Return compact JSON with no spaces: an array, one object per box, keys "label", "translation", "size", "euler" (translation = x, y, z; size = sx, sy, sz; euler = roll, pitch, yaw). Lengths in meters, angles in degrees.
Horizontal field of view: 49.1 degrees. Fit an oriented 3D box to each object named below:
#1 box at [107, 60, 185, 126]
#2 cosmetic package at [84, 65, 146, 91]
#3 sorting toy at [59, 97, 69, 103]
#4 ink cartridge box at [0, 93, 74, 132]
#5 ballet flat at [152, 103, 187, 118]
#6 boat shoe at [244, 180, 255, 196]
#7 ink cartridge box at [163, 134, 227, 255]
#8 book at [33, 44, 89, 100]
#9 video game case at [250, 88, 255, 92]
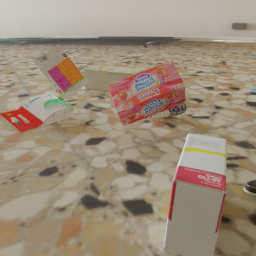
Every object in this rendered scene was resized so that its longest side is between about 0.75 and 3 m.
[{"label":"box","translation":[0.533,-0.955,7.804],"size":[1.923,0.911,0.987],"euler":[-20,63,2]},{"label":"cosmetic package","translation":[-0.611,-2.333,13.263],"size":[2.655,0.970,1.375],"euler":[11,25,22]},{"label":"sorting toy","translation":[-2.825,-0.964,10.893],"size":[0.984,0.196,1.332],"euler":[-2,24,-5]},{"label":"ink cartridge box","translation":[-3.071,-0.595,9.442],"size":[1.931,0.484,1.554],"euler":[-19,37,-42]},{"label":"ballet flat","translation":[0.890,-0.709,9.789],"size":[2.320,0.834,0.834],"euler":[18,28,37]},{"label":"boat shoe","translation":[2.957,1.108,5.618],"size":[1.256,0.378,0.448],"euler":[-2,22,-4]},{"label":"ink cartridge box","translation":[1.168,1.010,4.640],"size":[0.739,1.285,1.771],"euler":[9,24,16]},{"label":"book","translation":[-2.293,-1.927,9.712],"size":[1.109,1.660,0.399],"euler":[-45,16,-33]},{"label":"video game case","translation":[6.186,-1.754,13.025],"size":[0.768,0.068,0.549],"euler":[-4,23,-11]}]
